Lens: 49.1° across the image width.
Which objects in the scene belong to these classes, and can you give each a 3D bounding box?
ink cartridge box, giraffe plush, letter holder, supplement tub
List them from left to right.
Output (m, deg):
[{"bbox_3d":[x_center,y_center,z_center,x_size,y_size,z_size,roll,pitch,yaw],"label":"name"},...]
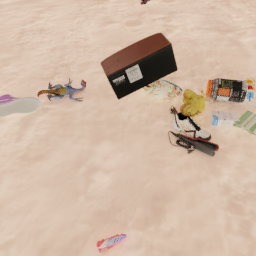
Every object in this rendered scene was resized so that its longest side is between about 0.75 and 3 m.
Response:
[{"bbox_3d":[0.249,-2.191,9.086,2.156,1.084,1.532,-26,49,2],"label":"letter holder"},{"bbox_3d":[2.700,-0.856,11.823,1.137,1.210,1.402,-48,29,-21],"label":"giraffe plush"},{"bbox_3d":[4.084,-0.396,11.853,1.064,0.361,0.612,4,42,4],"label":"ink cartridge box"},{"bbox_3d":[4.498,-1.735,12.850,1.676,1.027,1.027,9,42,9],"label":"supplement tub"}]

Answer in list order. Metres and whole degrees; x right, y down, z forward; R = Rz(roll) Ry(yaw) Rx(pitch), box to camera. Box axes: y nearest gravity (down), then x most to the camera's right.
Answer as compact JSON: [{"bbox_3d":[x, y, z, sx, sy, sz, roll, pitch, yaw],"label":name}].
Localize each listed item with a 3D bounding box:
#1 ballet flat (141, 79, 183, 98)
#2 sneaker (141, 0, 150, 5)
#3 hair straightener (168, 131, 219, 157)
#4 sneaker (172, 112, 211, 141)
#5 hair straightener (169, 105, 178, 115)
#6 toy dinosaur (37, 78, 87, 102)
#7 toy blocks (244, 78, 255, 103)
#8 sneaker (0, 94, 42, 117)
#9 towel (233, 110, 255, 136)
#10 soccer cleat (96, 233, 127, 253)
[{"bbox_3d":[1.290,-1.934,13.327,2.815,1.064,0.900,33,81,36],"label":"ballet flat"},{"bbox_3d":[0.677,-5.881,12.506,1.251,0.722,0.473,-8,53,-48],"label":"sneaker"},{"bbox_3d":[2.383,0.600,10.700,2.008,0.411,0.773,25,47,25],"label":"hair straightener"},{"bbox_3d":[2.529,-0.021,11.200,1.753,0.701,0.646,31,49,28],"label":"sneaker"},{"bbox_3d":[2.012,-0.746,12.387,0.326,0.173,0.847,-6,42,-6],"label":"hair straightener"},{"bbox_3d":[-2.938,-1.899,13.214,2.030,1.066,1.842,16,22,35],"label":"toy dinosaur"},{"bbox_3d":[6.100,-1.675,13.128,1.326,0.578,1.591,11,43,13],"label":"toy blocks"},{"bbox_3d":[-4.932,-1.202,12.494,2.085,0.756,1.189,-8,39,-9],"label":"sneaker"},{"bbox_3d":[5.467,-0.037,11.589,1.764,0.206,1.346,32,51,32],"label":"towel"},{"bbox_3d":[-0.451,3.229,7.905,0.889,0.296,0.340,-11,68,-16],"label":"soccer cleat"}]
